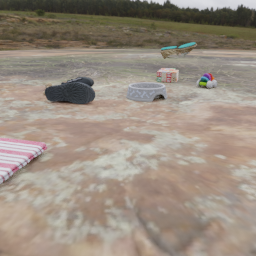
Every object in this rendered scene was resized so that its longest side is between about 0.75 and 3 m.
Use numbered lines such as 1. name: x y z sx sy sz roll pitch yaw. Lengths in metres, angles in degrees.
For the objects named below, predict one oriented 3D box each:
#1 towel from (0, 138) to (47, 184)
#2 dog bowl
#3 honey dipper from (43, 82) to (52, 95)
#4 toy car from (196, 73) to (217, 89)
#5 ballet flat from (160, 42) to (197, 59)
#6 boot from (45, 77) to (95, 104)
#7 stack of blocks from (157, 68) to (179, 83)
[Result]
1. towel: -2.739 0.695 5.666 1.420 0.290 1.940 5 22 15
2. dog bowl: 0.790 -1.549 11.780 1.753 0.514 1.753 0 18 0
3. honey dipper: -3.721 -1.772 12.840 0.302 0.302 1.592 -2 22 -6
4. toy car: 3.902 -2.350 13.819 0.926 0.695 0.811 -16 25 -39
5. ballet flat: 1.675 -2.499 9.185 1.271 0.415 0.448 3 30 38
6. boot: -1.979 -1.644 11.775 2.058 0.820 2.497 6 15 12
7. stack of blocks: 2.334 -3.041 16.032 1.089 0.554 1.891 5 19 14
